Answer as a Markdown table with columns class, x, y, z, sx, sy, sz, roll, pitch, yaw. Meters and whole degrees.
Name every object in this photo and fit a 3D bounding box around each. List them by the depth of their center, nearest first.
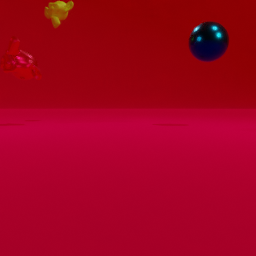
| class | x | y | z | sx | sy | sz | roll | pitch | yaw |
| --- | --- | --- | --- | --- | --- | --- | --- | --- | --- |
| ball | 2.378 | -2.539 | 8.277 | 1.161 | 1.161 | 1.161 | 0 | 4 | 0 |
| monkey head | -3.225 | -2.100 | 8.530 | 1.026 | 1.225 | 1.703 | 2 | 30 | -43 |
| monkey head | -2.560 | -4.158 | 10.343 | 1.306 | 0.939 | 0.787 | -21 | -2 | 40 |
